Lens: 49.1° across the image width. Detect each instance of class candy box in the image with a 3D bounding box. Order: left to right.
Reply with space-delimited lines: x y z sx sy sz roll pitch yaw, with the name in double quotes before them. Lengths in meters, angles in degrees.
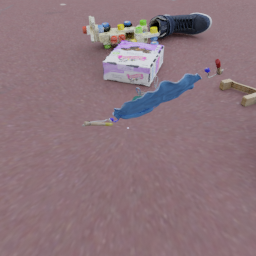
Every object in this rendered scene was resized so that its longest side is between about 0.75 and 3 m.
"candy box" 0.227 -2.206 9.358 1.577 0.672 1.880 11 39 14

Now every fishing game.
"fishing game" 0.395 -0.498 4.097 2.008 0.312 1.438 -25 -6 20

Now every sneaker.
"sneaker" 2.067 -4.232 11.608 2.468 0.938 1.783 9 27 27

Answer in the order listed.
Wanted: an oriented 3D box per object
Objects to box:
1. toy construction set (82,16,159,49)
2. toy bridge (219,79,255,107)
"toy construction set" -0.300 -3.465 10.615 2.850 1.313 1.869 6 37 -11
"toy bridge" 3.541 -0.825 7.910 0.706 0.286 2.099 -15 40 -20
